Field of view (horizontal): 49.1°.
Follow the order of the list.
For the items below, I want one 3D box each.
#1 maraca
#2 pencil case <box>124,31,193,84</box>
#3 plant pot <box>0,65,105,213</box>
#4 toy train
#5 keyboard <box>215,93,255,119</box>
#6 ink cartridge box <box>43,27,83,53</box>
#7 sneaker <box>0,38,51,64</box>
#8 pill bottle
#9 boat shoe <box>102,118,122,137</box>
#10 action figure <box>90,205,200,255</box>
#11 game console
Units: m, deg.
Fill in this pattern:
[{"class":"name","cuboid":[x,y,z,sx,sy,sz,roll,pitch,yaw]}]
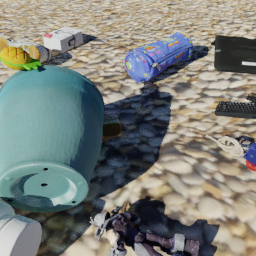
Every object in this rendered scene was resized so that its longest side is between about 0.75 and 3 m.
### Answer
[{"class":"maraca","cuboid":[-2.093,-1.325,5.449,0.799,0.427,0.548,19,40,-2]},{"class":"pencil case","cuboid":[1.214,-2.606,10.143,2.900,1.132,1.259,-33,33,-34]},{"class":"plant pot","cuboid":[-1.581,0.351,5.679,2.376,2.376,2.232,-5,46,-6]},{"class":"toy train","cuboid":[3.100,0.244,6.176,2.331,0.987,1.349,32,69,20]},{"class":"keyboard","cuboid":[3.694,-0.664,7.982,2.237,0.443,1.165,7,33,24]},{"class":"ink cartridge box","cuboid":[-2.792,-3.863,12.168,1.027,0.590,1.414,22,44,25]},{"class":"sneaker","cuboid":[-4.193,-2.927,10.934,2.612,0.988,1.145,17,21,21]},{"class":"pill bottle","cuboid":[-2.570,1.731,4.715,2.007,1.147,1.147,12,40,14]},{"class":"boat shoe","cuboid":[-0.926,-0.029,7.456,1.500,0.547,0.472,-6,29,-9]},{"class":"action figure","cuboid":[0.193,1.933,4.713,1.912,0.663,1.244,22,26,13]},{"class":"game console","cuboid":[4.676,-2.823,11.152,2.606,1.517,2.292,6,69,8]}]
